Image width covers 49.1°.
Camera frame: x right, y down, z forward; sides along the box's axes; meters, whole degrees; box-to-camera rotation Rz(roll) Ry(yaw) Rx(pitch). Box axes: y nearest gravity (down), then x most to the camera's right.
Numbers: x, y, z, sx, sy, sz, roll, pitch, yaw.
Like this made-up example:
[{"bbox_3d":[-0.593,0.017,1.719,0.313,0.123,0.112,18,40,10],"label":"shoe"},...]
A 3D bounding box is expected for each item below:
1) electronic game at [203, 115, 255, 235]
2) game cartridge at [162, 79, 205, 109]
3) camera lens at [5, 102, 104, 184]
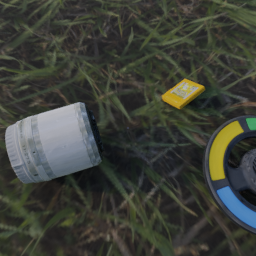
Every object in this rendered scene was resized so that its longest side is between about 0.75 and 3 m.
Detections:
[{"bbox_3d":[3.167,1.026,6.517,2.904,0.604,2.904,3,65,-6],"label":"electronic game"},{"bbox_3d":[1.512,-0.965,7.774,0.940,0.152,0.828,-36,39,-14],"label":"game cartridge"},{"bbox_3d":[-1.595,0.339,6.482,1.908,1.526,1.526,-17,63,-5],"label":"camera lens"}]
